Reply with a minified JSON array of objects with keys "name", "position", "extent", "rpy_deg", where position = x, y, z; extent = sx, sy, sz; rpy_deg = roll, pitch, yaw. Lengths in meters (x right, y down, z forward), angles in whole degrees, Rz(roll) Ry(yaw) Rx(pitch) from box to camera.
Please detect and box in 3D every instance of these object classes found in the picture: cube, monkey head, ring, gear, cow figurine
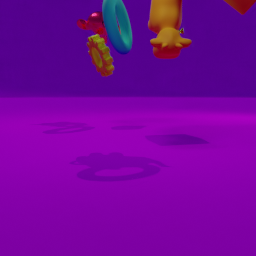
[{"name":"cube","position":[2.837,-3.729,6.975],"extent":[1.063,1.063,1.063],"rpy_deg":[31,43,-13]},{"name":"monkey head","position":[-0.971,-3.666,10.402],"extent":[1.756,1.263,1.058],"rpy_deg":[8,33,-2]},{"name":"ring","position":[-0.298,-3.194,8.663],"extent":[0.365,1.823,1.823],"rpy_deg":[-9,4,19]},{"name":"gear","position":[-0.993,-2.561,9.997],"extent":[0.271,1.464,1.464],"rpy_deg":[-28,17,-19]},{"name":"cow figurine","position":[0.668,-1.819,4.728],"extent":[0.674,1.228,1.208],"rpy_deg":[-1,27,-3]}]

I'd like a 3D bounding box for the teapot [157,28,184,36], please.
[{"name":"teapot","position":[1.366,-3.127,9.112],"extent":[0.865,1.766,1.098],"rpy_deg":[-9,32,8]}]
